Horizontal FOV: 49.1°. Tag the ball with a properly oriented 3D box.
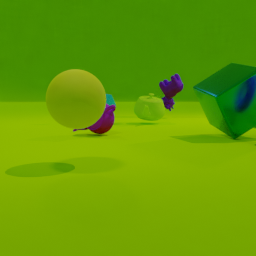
[{"bbox_3d":[-0.634,-0.351,3.449,0.728,0.728,0.728,0,6,0],"label":"ball"}]

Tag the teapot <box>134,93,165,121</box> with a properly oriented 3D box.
[{"bbox_3d":[0.747,-0.750,9.691,1.102,0.867,1.772,10,22,11],"label":"teapot"}]

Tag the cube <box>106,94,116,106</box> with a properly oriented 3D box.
[{"bbox_3d":[-0.919,-0.717,9.690,0.723,0.723,0.723,11,-21,15],"label":"cube"}]

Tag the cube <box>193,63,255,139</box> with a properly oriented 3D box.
[{"bbox_3d":[2.316,-0.635,6.168,1.108,1.108,1.108,-32,22,-1],"label":"cube"}]

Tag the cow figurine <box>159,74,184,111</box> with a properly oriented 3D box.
[{"bbox_3d":[1.986,-1.566,12.703,1.442,1.419,0.791,-23,8,41],"label":"cow figurine"}]

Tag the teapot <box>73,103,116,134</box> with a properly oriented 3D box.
[{"bbox_3d":[-0.759,-0.215,6.587,1.237,0.769,0.606,-31,-13,26],"label":"teapot"}]
